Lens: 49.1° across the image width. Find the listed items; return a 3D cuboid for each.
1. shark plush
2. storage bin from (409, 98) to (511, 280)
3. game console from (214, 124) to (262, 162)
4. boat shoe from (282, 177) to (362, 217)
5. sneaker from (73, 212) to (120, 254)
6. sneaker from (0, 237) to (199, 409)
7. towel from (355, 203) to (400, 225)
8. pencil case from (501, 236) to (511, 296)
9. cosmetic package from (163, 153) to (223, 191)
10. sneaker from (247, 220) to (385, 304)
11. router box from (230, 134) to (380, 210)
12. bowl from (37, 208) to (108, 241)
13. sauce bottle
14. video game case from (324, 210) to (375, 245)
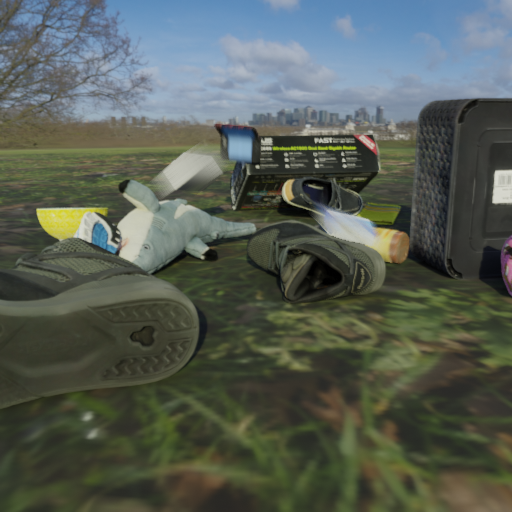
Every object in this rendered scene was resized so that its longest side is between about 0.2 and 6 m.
[{"bbox_3d":[-1.330,-0.197,10.274,1.433,1.563,3.441,38,17,30],"label":"shark plush"},{"bbox_3d":[3.779,-1.148,9.291,1.903,2.815,1.319,-3,15,-11],"label":"storage bin"},{"bbox_3d":[-0.427,-2.548,12.696,0.988,0.852,0.587,9,20,16],"label":"game console"},{"bbox_3d":[1.765,-1.442,13.788,2.339,0.873,0.728,10,-15,-30],"label":"boat shoe"},{"bbox_3d":[-2.586,0.262,8.218,0.804,0.929,2.145,35,25,-19],"label":"sneaker"},{"bbox_3d":[-2.480,0.593,5.600,3.426,1.310,1.962,-3,12,-24],"label":"sneaker"},{"bbox_3d":[3.182,-1.114,14.571,0.972,0.204,2.259,4,15,18],"label":"towel"},{"bbox_3d":[4.749,0.157,7.937,2.316,0.959,1.002,1,18,0],"label":"pencil case"},{"bbox_3d":[-1.299,-1.736,11.673,0.654,0.552,1.224,-37,-6,24],"label":"cosmetic package"},{"bbox_3d":[0.539,0.042,8.392,2.459,0.940,1.409,21,18,41],"label":"sneaker"},{"bbox_3d":[1.171,-2.139,14.692,3.434,1.067,2.573,-2,-15,-11],"label":"router box"},{"bbox_3d":[-3.656,-0.592,11.236,1.362,0.733,1.362,-1,5,0],"label":"bowl"},{"bbox_3d":[1.869,-0.277,10.366,1.844,0.609,0.609,11,18,34],"label":"sauce bottle"},{"bbox_3d":[1.590,-0.500,9.616,0.786,0.197,0.867,12,21,-2],"label":"video game case"}]
